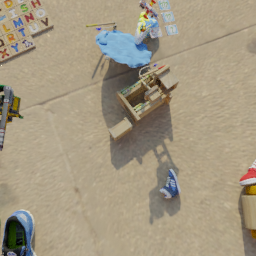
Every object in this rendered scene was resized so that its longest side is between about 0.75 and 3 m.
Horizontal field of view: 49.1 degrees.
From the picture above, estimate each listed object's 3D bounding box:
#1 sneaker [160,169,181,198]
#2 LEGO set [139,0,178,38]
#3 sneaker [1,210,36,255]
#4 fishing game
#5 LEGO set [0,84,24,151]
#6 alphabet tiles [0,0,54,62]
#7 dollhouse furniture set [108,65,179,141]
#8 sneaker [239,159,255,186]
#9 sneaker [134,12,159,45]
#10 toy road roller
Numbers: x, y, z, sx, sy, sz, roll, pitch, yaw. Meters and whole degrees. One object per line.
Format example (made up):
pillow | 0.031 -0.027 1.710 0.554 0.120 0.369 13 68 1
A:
sneaker | 1.280 1.810 8.974 0.627 0.345 0.857 -17 83 -8
LEGO set | 0.821 -2.999 7.588 1.356 0.333 1.013 -21 97 -33
sneaker | -3.225 3.750 8.121 1.020 1.158 2.597 -12 78 -3
fishing game | -0.157 -2.657 9.532 2.847 0.442 2.038 44 46 15
LEGO set | -3.605 -0.222 6.171 2.531 1.946 1.466 10 83 -27
alphabet tiles | -4.288 -3.783 10.383 2.768 0.104 2.314 -27 78 -5
dollhouse furniture set | 0.139 -0.959 8.727 2.334 2.064 1.297 -35 79 -8
sneaker | 4.262 1.044 8.959 2.015 0.718 1.133 -21 82 -12
sneaker | 0.709 -3.517 9.950 0.813 0.586 1.547 13 60 -5
toy road roller | 4.794 2.406 8.071 2.512 1.833 1.543 -2 77 -1
